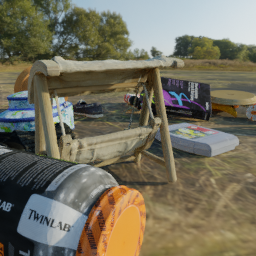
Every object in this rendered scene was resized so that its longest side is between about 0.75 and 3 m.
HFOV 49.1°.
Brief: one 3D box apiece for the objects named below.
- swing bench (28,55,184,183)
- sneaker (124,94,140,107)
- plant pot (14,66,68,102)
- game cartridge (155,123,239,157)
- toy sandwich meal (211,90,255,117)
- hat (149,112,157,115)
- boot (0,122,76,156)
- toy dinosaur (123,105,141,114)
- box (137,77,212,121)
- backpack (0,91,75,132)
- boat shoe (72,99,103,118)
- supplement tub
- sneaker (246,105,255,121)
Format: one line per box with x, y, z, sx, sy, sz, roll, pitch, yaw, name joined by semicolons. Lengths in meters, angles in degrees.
-0.458;-0.097;5.585;2.615;2.629;1.706;-9;17;-30;swing bench
0.146;-1.485;14.893;0.965;0.601;1.800;6;12;24;sneaker
-3.795;-1.583;12.759;1.540;2.200;2.200;33;32;34;plant pot
1.943;0.299;8.485;1.497;0.460;2.250;-15;21;-34;game cartridge
4.677;-1.147;13.129;2.671;0.915;2.671;-1;19;0;toy sandwich meal
1.131;-1.239;12.722;1.386;1.386;0.559;8;-28;29;hat
-2.743;0.361;6.862;2.583;0.972;1.931;16;28;34;boot
0.093;-0.906;13.141;1.239;0.361;0.627;-13;21;-41;toy dinosaur
2.048;-1.378;12.075;3.000;0.542;2.145;11;42;4;box
-2.844;-0.333;8.547;1.986;1.595;2.171;-2;18;8;backpack
-1.931;-0.964;12.650;0.815;0.703;2.243;-14;20;-43;boat shoe
-1.079;1.069;3.459;2.370;1.452;1.452;7;16;27;supplement tub
6.015;-0.682;11.395;2.191;0.857;0.846;6;11;25;sneaker
